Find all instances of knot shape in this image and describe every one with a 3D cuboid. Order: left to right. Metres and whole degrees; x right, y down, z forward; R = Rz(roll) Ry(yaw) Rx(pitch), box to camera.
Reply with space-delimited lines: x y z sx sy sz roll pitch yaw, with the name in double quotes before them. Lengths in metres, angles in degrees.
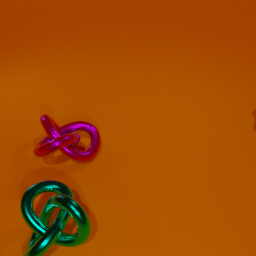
"knot shape" -1.562 1.738 5.636 1.649 0.762 1.543 -34 55 11
"knot shape" -1.723 0.303 7.314 1.808 0.835 1.692 21 23 13
